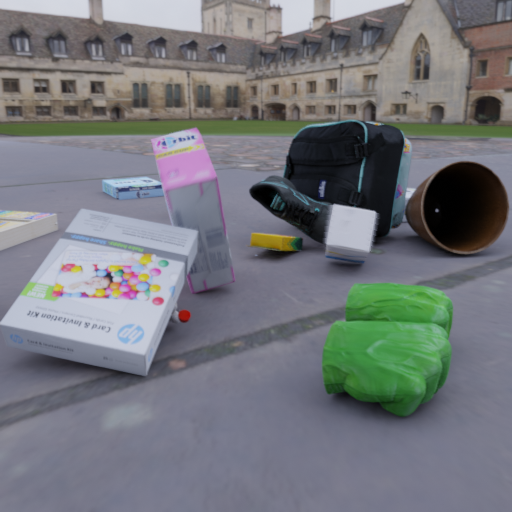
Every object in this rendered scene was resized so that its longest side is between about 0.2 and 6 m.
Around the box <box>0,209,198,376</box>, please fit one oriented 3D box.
[{"bbox_3d":[-1.693,0.324,6.493,1.583,0.418,2.031,11,43,5],"label":"box"}]

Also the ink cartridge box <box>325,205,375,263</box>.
[{"bbox_3d":[1.570,-0.346,9.433,0.702,0.715,0.971,10,-10,8],"label":"ink cartridge box"}]

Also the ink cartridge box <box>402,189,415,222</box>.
[{"bbox_3d":[3.671,-1.275,13.816,1.269,0.606,1.446,-3,16,-11],"label":"ink cartridge box"}]

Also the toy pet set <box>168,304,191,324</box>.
[{"bbox_3d":[-1.608,0.774,6.879,1.247,0.662,1.164,-20,54,-28],"label":"toy pet set"}]

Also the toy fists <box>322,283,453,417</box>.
[{"bbox_3d":[1.462,0.882,5.846,1.128,0.761,2.212,-2,15,21],"label":"toy fists"}]

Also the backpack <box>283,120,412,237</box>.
[{"bbox_3d":[1.842,-1.632,11.893,2.079,2.385,2.713,-1,9,-37],"label":"backpack"}]

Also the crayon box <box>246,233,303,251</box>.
[{"bbox_3d":[0.351,-0.253,10.351,0.671,0.268,1.057,8,5,27],"label":"crayon box"}]

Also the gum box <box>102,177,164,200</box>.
[{"bbox_3d":[-3.756,-2.074,17.134,1.460,0.383,1.718,-9,18,-29],"label":"gum box"}]

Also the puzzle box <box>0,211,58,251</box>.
[{"bbox_3d":[-5.748,-0.430,11.162,2.070,0.395,3.111,5,16,14],"label":"puzzle box"}]

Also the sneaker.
[{"bbox_3d":[0.775,-0.808,10.638,2.157,0.813,0.855,33,25,26],"label":"sneaker"}]

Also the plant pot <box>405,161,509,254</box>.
[{"bbox_3d":[3.673,-0.893,11.029,1.694,1.694,1.813,-2,1,-8],"label":"plant pot"}]

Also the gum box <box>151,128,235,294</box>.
[{"bbox_3d":[-0.879,-0.563,8.078,0.702,2.124,1.205,-15,46,-8],"label":"gum box"}]
